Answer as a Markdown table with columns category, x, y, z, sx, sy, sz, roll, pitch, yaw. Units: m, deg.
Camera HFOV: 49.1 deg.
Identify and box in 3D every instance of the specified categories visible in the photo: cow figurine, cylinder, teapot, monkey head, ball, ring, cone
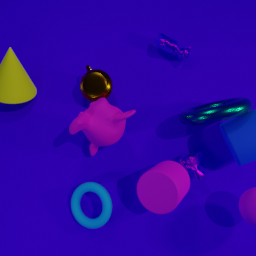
| category | x | y | z | sx | sy | sz | roll | pitch | yaw |
| --- | --- | --- | --- | --- | --- | --- | --- | --- | --- |
| cow figurine | 1.415 | -2.475 | 8.678 | 1.032 | 0.566 | 1.015 | 16 | 26 | -35 |
| cylinder | 0.867 | 1.388 | 6.710 | 1.025 | 1.025 | 1.025 | 3 | 98 | 26 |
| teapot | -0.861 | -1.155 | 8.091 | 0.950 | 0.748 | 1.527 | -26 | 88 | 6 |
| monkey head | -0.735 | -0.005 | 7.026 | 1.153 | 1.913 | 1.376 | 45 | 33 | 0 |
| cylinder | 3.062 | 0.205 | 6.961 | 1.156 | 1.156 | 1.156 | -24 | 67 | 13 |
| monkey head | 1.657 | 1.033 | 7.343 | 1.005 | 0.605 | 0.723 | -38 | 85 | -4 |
| ball | 2.977 | 1.788 | 6.307 | 0.898 | 0.898 | 0.898 | 0 | 67 | 0 |
| ring | 2.236 | -0.437 | 7.261 | 1.839 | 1.839 | 0.368 | -15 | 96 | -6 |
| cone | -3.237 | -1.605 | 7.776 | 1.346 | 1.351 | 1.346 | 9 | 37 | -7 |
| ring | -0.903 | 1.889 | 6.852 | 1.118 | 0.224 | 1.118 | -1 | 88 | 22 |
